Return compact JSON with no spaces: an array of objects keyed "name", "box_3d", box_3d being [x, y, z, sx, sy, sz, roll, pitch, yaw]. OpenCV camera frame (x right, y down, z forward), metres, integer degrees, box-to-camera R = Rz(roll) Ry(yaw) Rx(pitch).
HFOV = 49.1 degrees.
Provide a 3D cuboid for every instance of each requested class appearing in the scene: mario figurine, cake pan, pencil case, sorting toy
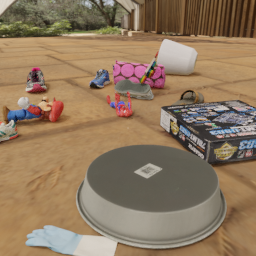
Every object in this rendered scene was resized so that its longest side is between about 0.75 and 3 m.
[{"name":"mario figurine","box_3d":[-3.117,-0.692,9.304,1.927,1.021,1.190,-9,25,-18]},{"name":"cake pan","box_3d":[0.442,1.078,5.527,2.924,0.536,2.924,0,21,0]},{"name":"pencil case","box_3d":[0.544,-2.616,13.606,2.588,1.212,1.174,6,-9,5]},{"name":"sorting toy","box_3d":[0.987,-2.441,12.249,0.343,0.978,2.029,28,60,2]}]

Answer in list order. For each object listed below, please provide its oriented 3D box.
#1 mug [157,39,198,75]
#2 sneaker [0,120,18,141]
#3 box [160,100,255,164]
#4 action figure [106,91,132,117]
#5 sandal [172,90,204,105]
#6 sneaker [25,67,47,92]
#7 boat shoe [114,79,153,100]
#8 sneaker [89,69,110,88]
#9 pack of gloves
[{"name":"mug","box_3d":[3.030,-4.127,16.631,2.051,2.001,2.499,15,32,15]},{"name":"sneaker","box_3d":[-3.692,0.124,7.872,0.425,0.565,1.208,18,27,35]},{"name":"box","box_3d":[2.810,-0.032,8.050,2.958,0.735,2.936,-6,23,-15]},{"name":"action figure","box_3d":[-0.302,-1.057,10.287,0.670,1.016,2.053,-7,26,-16]},{"name":"sandal","box_3d":[2.344,-1.166,10.962,0.914,0.611,2.237,16,27,34]},{"name":"sneaker","box_3d":[-4.431,-2.268,13.326,0.941,0.871,2.333,-7,24,-18]},{"name":"boat shoe","box_3d":[0.215,-1.629,12.191,1.985,0.637,0.732,14,62,38]},{"name":"sneaker","box_3d":[-1.437,-2.496,13.958,0.720,0.818,1.834,6,24,15]},{"name":"pack of gloves","box_3d":[-1.004,1.842,4.044,1.489,0.294,1.251,5,24,12]}]
